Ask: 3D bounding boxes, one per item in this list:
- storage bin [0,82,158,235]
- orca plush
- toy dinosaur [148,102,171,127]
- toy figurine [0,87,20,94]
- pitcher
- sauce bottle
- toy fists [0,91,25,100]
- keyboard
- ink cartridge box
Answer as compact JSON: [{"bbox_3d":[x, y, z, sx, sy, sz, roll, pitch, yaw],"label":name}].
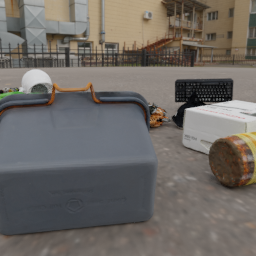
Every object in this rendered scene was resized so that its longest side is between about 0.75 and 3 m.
[{"bbox_3d":[-0.778,0.410,4.308,2.701,1.966,1.814,-3,26,-11],"label":"storage bin"},{"bbox_3d":[2.523,-0.759,9.749,2.903,1.032,1.527,-12,19,-38],"label":"orca plush"},{"bbox_3d":[0.728,-0.456,9.072,1.347,1.014,1.985,20,-2,11],"label":"toy dinosaur"},{"bbox_3d":[-5.243,-1.372,12.407,0.876,0.863,0.610,5,22,19],"label":"toy figurine"},{"bbox_3d":[-4.814,-1.989,13.997,2.059,1.455,2.400,-17,31,-16],"label":"pitcher"},{"bbox_3d":[2.997,0.441,5.498,2.926,0.966,0.966,-9,17,-24],"label":"sauce bottle"},{"bbox_3d":[-3.644,-0.832,10.150,2.946,1.013,1.502,3,16,8],"label":"toy fists"},{"bbox_3d":[2.937,-1.258,10.952,2.182,1.310,0.280,2,20,17],"label":"keyboard"},{"bbox_3d":[2.802,-0.027,7.139,2.361,0.979,1.733,-11,20,-38],"label":"ink cartridge box"}]
